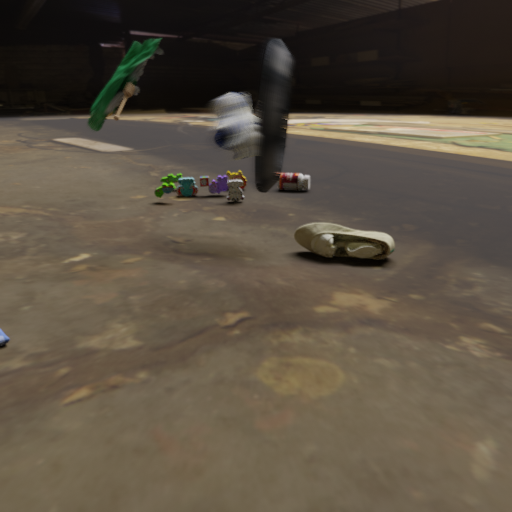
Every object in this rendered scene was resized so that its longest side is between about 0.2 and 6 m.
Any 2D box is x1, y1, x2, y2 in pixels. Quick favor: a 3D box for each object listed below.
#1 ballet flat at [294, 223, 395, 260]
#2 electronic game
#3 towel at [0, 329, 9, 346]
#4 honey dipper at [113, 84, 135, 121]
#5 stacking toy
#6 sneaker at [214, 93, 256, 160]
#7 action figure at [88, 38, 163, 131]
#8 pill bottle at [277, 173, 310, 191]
[{"bbox_3d":[1.646,-0.225,10.661,1.941,0.674,0.674,4,19,12],"label":"ballet flat"},{"bbox_3d":[0.231,-2.229,9.064,0.502,2.411,2.411,7,19,4],"label":"electronic game"},{"bbox_3d":[-4.428,1.099,7.162,2.024,0.241,1.486,-14,24,-38],"label":"towel"},{"bbox_3d":[-2.423,-2.790,10.193,0.161,0.161,0.848,5,58,16],"label":"honey dipper"},{"bbox_3d":[-1.550,-1.974,16.105,2.591,0.609,1.954,-3,17,-1],"label":"stacking toy"},{"bbox_3d":[-0.543,-2.797,11.958,0.973,0.831,2.208,-23,43,-16],"label":"sneaker"},{"bbox_3d":[-2.740,-3.441,11.404,0.600,2.194,1.296,41,-17,-30],"label":"action figure"},{"bbox_3d":[1.139,-2.223,16.839,0.926,0.507,0.507,4,19,13],"label":"pill bottle"}]
